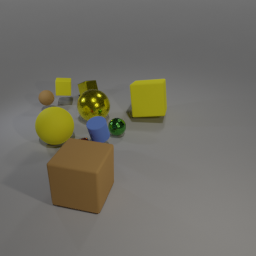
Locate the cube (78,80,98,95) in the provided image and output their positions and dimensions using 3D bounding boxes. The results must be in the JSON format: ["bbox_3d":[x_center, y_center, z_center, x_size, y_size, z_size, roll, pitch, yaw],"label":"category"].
[{"bbox_3d":[-2.013,-1.985,14.195,0.700,0.700,0.700,-11,3,45],"label":"cube"}]

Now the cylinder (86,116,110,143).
[{"bbox_3d":[-1.040,0.067,9.814,0.700,0.700,0.700,-7,42,6],"label":"cylinder"}]

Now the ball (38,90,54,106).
[{"bbox_3d":[-3.712,-1.372,12.754,0.700,0.700,0.700,0,29,0],"label":"ball"}]

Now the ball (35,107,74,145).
[{"bbox_3d":[-2.702,-0.084,10.359,1.400,1.400,1.400,0,29,0],"label":"ball"}]

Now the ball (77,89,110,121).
[{"bbox_3d":[-1.451,-0.937,11.861,1.400,1.400,1.400,0,29,0],"label":"ball"}]

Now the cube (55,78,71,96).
[{"bbox_3d":[-3.055,-1.957,13.281,0.700,0.700,0.700,0,23,-10],"label":"cube"}]

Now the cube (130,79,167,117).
[{"bbox_3d":[0.929,-1.328,12.198,1.400,1.400,1.400,-2,16,12],"label":"cube"}]

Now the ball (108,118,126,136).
[{"bbox_3d":[-0.426,-0.050,10.917,0.700,0.700,0.700,0,29,0],"label":"ball"}]

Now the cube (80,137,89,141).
[{"bbox_3d":[-1.583,0.833,9.450,0.700,0.700,0.700,-13,32,-22],"label":"cube"}]

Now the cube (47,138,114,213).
[{"bbox_3d":[-1.249,1.286,7.845,1.400,1.400,1.400,8,29,12],"label":"cube"}]
